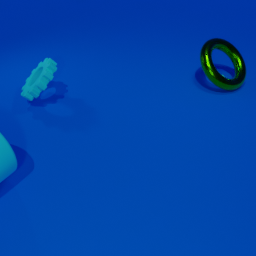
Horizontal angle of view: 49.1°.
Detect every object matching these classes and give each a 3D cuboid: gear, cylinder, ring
[{"bbox_3d":[-2.487,-1.364,7.813,1.291,0.239,1.291,-30,41,30],"label":"gear"},{"bbox_3d":[-3.028,0.680,5.162,1.340,1.340,1.340,22,44,25],"label":"cylinder"},{"bbox_3d":[2.948,-1.978,8.631,1.747,0.349,1.747,9,69,-24],"label":"ring"}]
